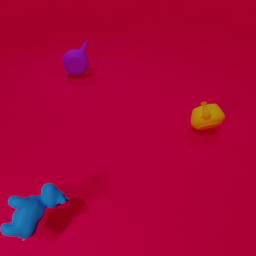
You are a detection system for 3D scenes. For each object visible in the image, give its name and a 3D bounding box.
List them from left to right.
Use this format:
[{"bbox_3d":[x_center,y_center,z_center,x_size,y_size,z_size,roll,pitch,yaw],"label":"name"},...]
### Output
[{"bbox_3d":[-1.664,1.520,5.135,1.047,0.584,1.064,18,74,-27],"label":"cow figurine"},{"bbox_3d":[-1.929,-2.584,10.594,0.985,1.584,0.776,26,35,-23],"label":"teapot"},{"bbox_3d":[2.245,-0.385,8.019,0.947,1.522,0.745,-13,79,16],"label":"teapot"}]
